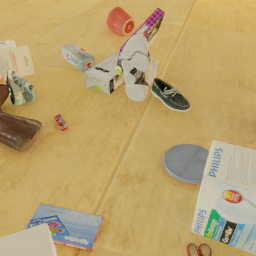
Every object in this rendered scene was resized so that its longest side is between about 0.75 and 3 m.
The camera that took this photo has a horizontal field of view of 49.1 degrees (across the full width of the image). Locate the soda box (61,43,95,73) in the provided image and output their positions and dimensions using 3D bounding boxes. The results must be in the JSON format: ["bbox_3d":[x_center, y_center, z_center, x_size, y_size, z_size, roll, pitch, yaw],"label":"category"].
[{"bbox_3d":[-2.458,-3.490,13.820,0.723,0.672,2.119,-26,46,-28],"label":"soda box"}]

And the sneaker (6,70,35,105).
[{"bbox_3d":[-4.471,-1.657,11.638,0.963,0.866,2.232,-5,41,-31],"label":"sneaker"}]

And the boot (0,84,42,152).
[{"bbox_3d":[-4.051,-0.436,9.906,2.860,0.919,2.665,12,49,16],"label":"boot"}]

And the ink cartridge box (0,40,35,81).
[{"bbox_3d":[-5.656,-2.979,12.522,2.584,1.514,0.870,-14,41,-17],"label":"ink cartridge box"}]

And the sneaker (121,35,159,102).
[{"bbox_3d":[0.463,-2.314,9.916,0.975,2.594,1.491,13,50,14],"label":"sneaker"}]

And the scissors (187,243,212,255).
[{"bbox_3d":[1.753,3.213,6.064,0.574,0.109,1.569,-4,40,-9],"label":"scissors"}]

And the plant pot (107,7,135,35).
[{"bbox_3d":[-0.349,-6.334,16.860,1.455,1.455,1.287,-32,59,-33],"label":"plant pot"}]

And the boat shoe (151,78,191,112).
[{"bbox_3d":[1.712,-1.373,11.239,0.785,0.648,2.096,-20,43,-23],"label":"boat shoe"}]

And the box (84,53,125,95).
[{"bbox_3d":[-0.748,-2.477,12.558,1.349,0.695,2.312,20,43,22],"label":"box"}]

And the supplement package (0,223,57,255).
[{"bbox_3d":[-2.374,2.956,5.499,1.952,1.169,1.184,-13,41,-16],"label":"supplement package"}]

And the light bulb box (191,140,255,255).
[{"bbox_3d":[2.703,1.649,6.391,2.094,2.075,1.306,14,40,18],"label":"light bulb box"}]

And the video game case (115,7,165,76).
[{"bbox_3d":[0.409,-3.247,10.851,0.403,2.041,2.252,40,76,2],"label":"video game case"}]

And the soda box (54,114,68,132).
[{"bbox_3d":[-2.394,-0.196,10.020,0.273,0.247,0.780,-30,40,-12],"label":"soda box"}]

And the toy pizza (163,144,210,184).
[{"bbox_3d":[1.883,1.090,8.523,1.664,0.264,1.664,0,38,0],"label":"toy pizza"}]

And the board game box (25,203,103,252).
[{"bbox_3d":[-1.574,2.432,6.945,1.740,0.169,0.896,9,39,11],"label":"board game box"}]
